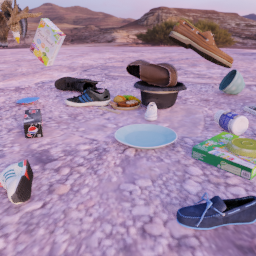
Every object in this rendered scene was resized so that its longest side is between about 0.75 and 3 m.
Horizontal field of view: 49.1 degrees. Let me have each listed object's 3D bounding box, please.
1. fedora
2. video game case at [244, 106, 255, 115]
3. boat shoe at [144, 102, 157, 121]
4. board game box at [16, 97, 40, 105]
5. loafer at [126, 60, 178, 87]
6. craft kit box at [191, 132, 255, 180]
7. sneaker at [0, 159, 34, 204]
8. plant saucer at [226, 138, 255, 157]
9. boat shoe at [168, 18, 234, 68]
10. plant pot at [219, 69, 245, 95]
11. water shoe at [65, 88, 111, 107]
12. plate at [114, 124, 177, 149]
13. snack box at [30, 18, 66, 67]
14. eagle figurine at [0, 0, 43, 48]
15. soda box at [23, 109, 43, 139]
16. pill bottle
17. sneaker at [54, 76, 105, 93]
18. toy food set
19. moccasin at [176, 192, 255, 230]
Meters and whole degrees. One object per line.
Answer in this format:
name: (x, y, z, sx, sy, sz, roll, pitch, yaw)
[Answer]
fedora: (1.485, -1.558, 13.210, 2.521, 1.151, 2.521, 2, 20, -1)
video game case: (6.368, -0.707, 12.333, 1.801, 0.210, 1.638, -6, 22, -12)
boat shoe: (1.008, -0.752, 11.973, 0.537, 0.528, 1.514, 4, 21, 9)
board game box: (-4.941, -1.290, 13.898, 1.137, 0.221, 0.898, 2, 24, 20)
loafer: (1.003, -2.455, 12.905, 1.044, 1.074, 2.942, -21, 28, -37)
craft kit box: (3.150, 0.730, 8.221, 1.812, 0.445, 1.835, -15, 26, -41)
sneaker: (-2.717, 1.317, 6.558, 0.774, 0.583, 1.656, -16, 23, -6)
plant saucer: (3.402, 0.512, 8.002, 1.133, 0.176, 1.133, 1, 21, 0)
boat shoe: (2.971, -3.316, 10.848, 2.756, 0.937, 0.991, 31, 6, 2)
plant pot: (5.867, -2.423, 15.537, 0.926, 1.382, 1.382, 32, 17, -11)
water shoe: (-1.950, -1.543, 13.575, 2.211, 0.872, 0.790, -1, 20, -2)
plate: (0.600, 0.320, 9.494, 2.119, 0.271, 2.119, -1, 21, 0)
snack box: (-2.809, -2.944, 9.704, 0.939, 1.320, 0.350, 44, 35, 8)
eagle figurine: (-3.564, -3.183, 8.560, 1.297, 1.290, 1.709, 17, -5, -34)
soda box: (-3.527, -0.199, 10.441, 0.635, 0.568, 1.794, -6, 21, -16)
pill bottle: (3.771, -0.254, 10.384, 0.716, 0.716, 1.196, -8, 22, -20)
sneaker: (-2.793, -2.499, 16.188, 2.803, 0.842, 1.462, -3, 16, -16)
toy food set: (-0.166, -1.237, 13.376, 1.550, 0.451, 2.245, 17, 27, 39)
moccasin: (1.786, 1.590, 5.639, 1.690, 0.576, 0.680, -4, 21, -12)
